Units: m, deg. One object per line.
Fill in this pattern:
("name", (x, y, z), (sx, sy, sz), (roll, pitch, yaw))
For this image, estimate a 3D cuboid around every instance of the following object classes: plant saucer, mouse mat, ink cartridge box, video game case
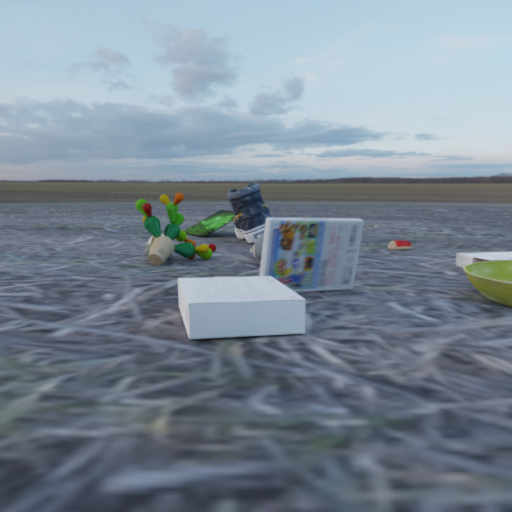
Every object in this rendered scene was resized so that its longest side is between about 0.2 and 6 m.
("plant saucer", (3.732, 0.374, 6.758), (2.337, 0.363, 2.337), (1, 7, 0))
("mouse mat", (-1.264, -0.935, 15.945), (1.435, 0.067, 1.783), (-32, 20, -21))
("ink cartridge box", (4.117, 0.112, 9.283), (1.188, 0.259, 1.031), (-1, 8, -10))
("video game case", (0.705, -0.010, 7.134), (1.337, 0.957, 0.120), (-1, 19, -23))

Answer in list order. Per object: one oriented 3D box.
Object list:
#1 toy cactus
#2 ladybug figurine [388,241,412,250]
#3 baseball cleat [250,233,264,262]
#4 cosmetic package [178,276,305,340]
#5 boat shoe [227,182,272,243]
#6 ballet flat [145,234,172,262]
("toy cactus", (-1.511, -0.358, 10.185), (0.878, 1.718, 1.418), (-31, 23, 33))
("ladybug figurine", (3.154, -0.232, 12.253), (0.554, 0.199, 0.376), (-1, 7, -11))
("baseball cleat", (0.730, -0.177, 10.153), (0.939, 0.615, 1.764), (5, 10, 38))
("cosmetic package", (-0.212, 0.488, 5.748), (1.093, 0.375, 1.450), (-3, 7, -11))
("boat shoe", (-0.147, -1.181, 14.261), (1.031, 1.323, 2.915), (-21, 8, -5))
("ballet flat", (-1.879, -0.206, 10.921), (0.508, 0.480, 1.506), (-2, 7, -16))
